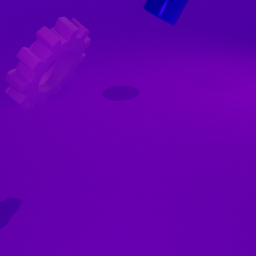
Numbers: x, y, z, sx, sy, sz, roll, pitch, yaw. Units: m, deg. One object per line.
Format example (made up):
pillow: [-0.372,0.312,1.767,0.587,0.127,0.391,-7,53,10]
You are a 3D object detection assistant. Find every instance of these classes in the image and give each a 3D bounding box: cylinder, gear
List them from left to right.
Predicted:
gear: [-1.059,-0.848,3.833,0.253,1.368,1.368,40,39,1]
cylinder: [1.218,-3.930,8.560,1.149,1.149,1.149,24,24,-11]
